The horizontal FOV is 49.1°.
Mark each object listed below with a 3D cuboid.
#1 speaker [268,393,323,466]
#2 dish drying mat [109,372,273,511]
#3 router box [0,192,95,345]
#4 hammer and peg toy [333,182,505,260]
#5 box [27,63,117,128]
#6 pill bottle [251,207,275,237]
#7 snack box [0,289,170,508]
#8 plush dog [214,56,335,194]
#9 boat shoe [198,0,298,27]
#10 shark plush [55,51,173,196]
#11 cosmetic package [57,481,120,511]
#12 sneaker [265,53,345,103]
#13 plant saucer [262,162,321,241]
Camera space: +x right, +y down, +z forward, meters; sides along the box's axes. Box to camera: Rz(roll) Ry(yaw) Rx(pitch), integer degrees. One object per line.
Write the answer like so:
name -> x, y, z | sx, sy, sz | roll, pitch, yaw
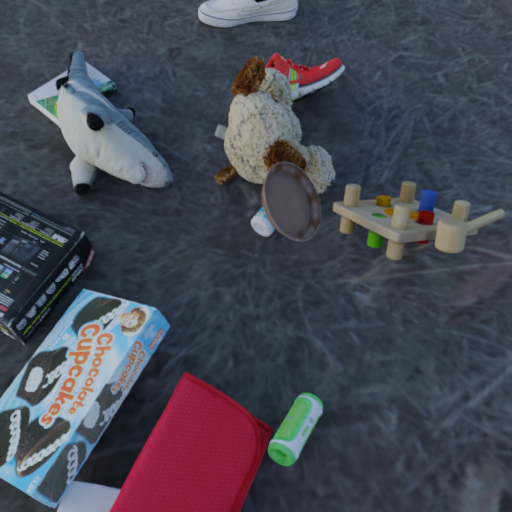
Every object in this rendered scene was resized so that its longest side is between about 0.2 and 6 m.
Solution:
speaker -> 0.613, 2.625, 8.536 | 0.490, 0.490, 1.107 | 26, 46, 16
dish drying mat -> -1.294, 3.983, 7.447 | 1.767, 0.419, 4.600 | 36, 59, -14
router box -> -4.653, 0.047, 10.088 | 2.774, 0.862, 2.079 | 25, 61, 15
hammer and peg toy -> 2.793, -0.521, 9.537 | 1.923, 0.922, 2.615 | -7, 24, -28
box -> -4.177, -3.705, 12.769 | 1.172, 0.295, 1.624 | 38, 67, 20
pill bottle -> 0.309, -0.807, 10.863 | 0.466, 0.466, 0.841 | 31, 64, 18
snack box -> -2.873, 2.009, 8.676 | 1.795, 0.573, 3.089 | 9, 55, 33
plush dog -> 0.087, -2.247, 10.490 | 2.204, 2.359, 2.747 | -27, 83, -2
boat shoe -> -0.201, -6.408, 14.131 | 2.549, 0.838, 0.917 | -2, 58, -1
shark plush -> -3.315, -2.830, 11.986 | 1.735, 1.893, 4.166 | -8, 41, -33
cosmetic package -> -2.380, 4.046, 7.732 | 0.920, 0.661, 1.630 | 10, 57, 6
sneaker -> 0.754, -3.946, 12.260 | 2.621, 1.009, 1.113 | -25, 100, -15
plant saucer -> 0.529, -0.839, 8.906 | 1.303, 0.224, 1.303 | 16, 66, -40
